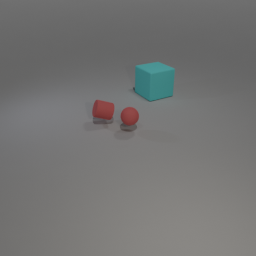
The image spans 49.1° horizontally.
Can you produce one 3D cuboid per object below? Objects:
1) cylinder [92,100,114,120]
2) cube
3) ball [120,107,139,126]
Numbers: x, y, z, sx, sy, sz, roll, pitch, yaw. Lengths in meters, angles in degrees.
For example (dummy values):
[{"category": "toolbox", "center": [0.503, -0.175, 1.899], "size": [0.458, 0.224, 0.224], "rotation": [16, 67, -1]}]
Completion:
[{"category": "cylinder", "center": [-0.982, -0.717, 11.101], "size": [0.700, 0.700, 0.700], "rotation": [11, 24, -22]}, {"category": "cube", "center": [1.286, -2.308, 13.717], "size": [1.400, 1.400, 1.400], "rotation": [-16, 32, -26]}, {"category": "ball", "center": [0.067, -0.443, 10.527], "size": [0.700, 0.700, 0.700], "rotation": [0, 29, 0]}]
